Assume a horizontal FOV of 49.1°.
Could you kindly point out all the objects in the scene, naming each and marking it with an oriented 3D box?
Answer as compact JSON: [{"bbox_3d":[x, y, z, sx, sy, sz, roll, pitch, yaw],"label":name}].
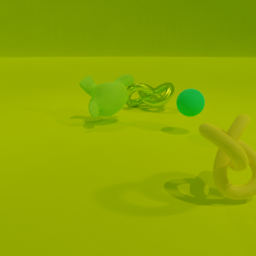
[{"bbox_3d":[0.851,-1.243,10.528,1.894,0.875,1.773,0,8,16],"label":"knot shape"},{"bbox_3d":[1.590,-0.643,7.125,0.717,0.717,0.717,0,16,0],"label":"ball"},{"bbox_3d":[1.541,0.429,4.035,0.584,1.184,1.265,-19,-8,38],"label":"knot shape"},{"bbox_3d":[-0.732,-1.026,8.280,1.920,1.381,1.157,-47,15,-30],"label":"monkey head"}]
